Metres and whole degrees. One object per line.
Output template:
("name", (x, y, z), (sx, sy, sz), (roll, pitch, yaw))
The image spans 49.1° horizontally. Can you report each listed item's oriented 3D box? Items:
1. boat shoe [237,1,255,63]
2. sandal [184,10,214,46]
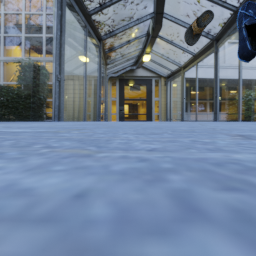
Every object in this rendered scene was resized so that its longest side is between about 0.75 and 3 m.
("boat shoe", (2.634, -2.061, 5.852), (0.592, 1.407, 0.483), (4, -13, -8))
("sandal", (2.372, -3.352, 9.262), (0.559, 1.367, 0.373), (42, 4, -1))
